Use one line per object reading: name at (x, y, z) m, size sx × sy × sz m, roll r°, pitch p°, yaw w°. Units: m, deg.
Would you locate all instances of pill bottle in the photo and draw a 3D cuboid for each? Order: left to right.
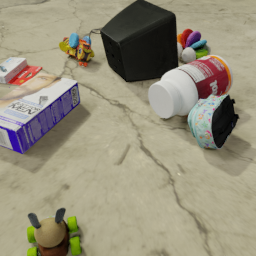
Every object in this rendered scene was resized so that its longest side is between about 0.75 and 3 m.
pill bottle at (2.073, -1.347, 9.339) m, size 2.733 × 1.544 × 1.544 m, roll -26°, pitch 46°, yaw -28°

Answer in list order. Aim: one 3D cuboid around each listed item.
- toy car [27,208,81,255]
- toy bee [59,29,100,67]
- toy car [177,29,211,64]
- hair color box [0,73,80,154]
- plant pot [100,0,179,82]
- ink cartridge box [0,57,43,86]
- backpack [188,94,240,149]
toy car at (-1.509, 1.941, 5.441) m, size 1.017 × 1.238 × 0.977 m, roll -10°, pitch 40°, yaw -12°
toy bee at (-2.166, -3.409, 12.229) m, size 1.708 × 1.418 × 2.609 m, roll 4°, pitch 4°, yaw -20°
toy car at (2.836, -3.743, 12.532) m, size 1.505 × 1.290 × 1.720 m, roll -24°, pitch 45°, yaw -28°
hair color box at (-3.024, -0.620, 8.901) m, size 1.631 × 0.967 × 2.985 m, roll 16°, pitch 39°, yaw 20°
plant pot at (0.339, -3.329, 11.268) m, size 2.242 × 2.521 × 2.527 m, roll -27°, pitch 45°, yaw -15°
ink cartridge box at (-4.604, -2.362, 11.538) m, size 1.495 × 0.379 × 1.697 m, roll 8°, pitch 39°, yaw 11°
backpack at (2.397, -0.147, 8.032) m, size 1.129 × 1.331 × 1.500 m, roll 0°, pitch 37°, yaw 38°
